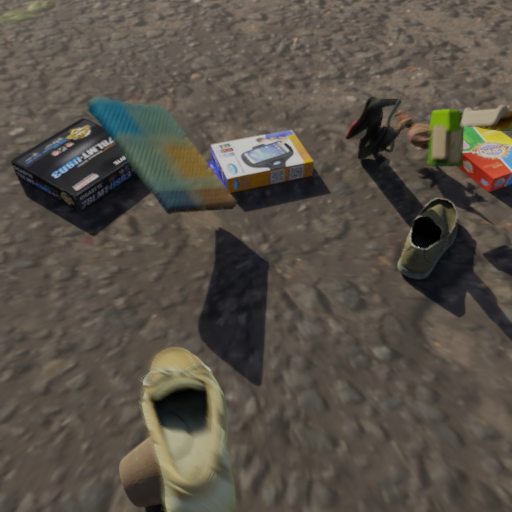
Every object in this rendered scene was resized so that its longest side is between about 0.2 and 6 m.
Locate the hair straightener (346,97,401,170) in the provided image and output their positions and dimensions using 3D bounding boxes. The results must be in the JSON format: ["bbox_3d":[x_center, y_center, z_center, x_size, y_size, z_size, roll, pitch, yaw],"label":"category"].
[{"bbox_3d":[2.190,-2.102,9.832,0.568,2.775,1.068,-30,88,-2],"label":"hair straightener"}]

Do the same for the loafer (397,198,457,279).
[{"bbox_3d":[2.917,-0.404,9.226,0.708,0.656,1.883,20,49,19],"label":"loafer"}]

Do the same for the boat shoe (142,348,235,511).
[{"bbox_3d":[-0.713,1.580,5.578,0.843,0.727,2.311,-10,30,-6],"label":"boat shoe"}]

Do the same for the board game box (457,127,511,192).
[{"bbox_3d":[4.537,-2.000,11.021,1.251,0.330,1.635,-19,49,-18],"label":"board game box"}]

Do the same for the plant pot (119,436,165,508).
[{"bbox_3d":[-1.041,2.404,6.365,0.876,1.004,1.004,-25,49,-1],"label":"plant pot"}]

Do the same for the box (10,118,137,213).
[{"bbox_3d":[-3.347,-1.794,10.751,1.835,0.459,1.849,28,52,26],"label":"box"}]

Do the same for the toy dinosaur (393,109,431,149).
[{"bbox_3d":[3.058,-2.328,10.709,0.841,0.533,1.241,18,25,-11],"label":"toy dinosaur"}]

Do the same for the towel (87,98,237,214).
[{"bbox_3d":[-1.501,-1.618,9.092,2.380,0.258,1.745,53,32,18],"label":"towel"}]

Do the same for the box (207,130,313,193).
[{"bbox_3d":[-0.006,-1.830,10.818,1.951,0.405,1.161,-12,47,-15],"label":"box"}]

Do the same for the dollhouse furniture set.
[{"bbox_3d":[3.421,-1.766,8.492,1.147,0.886,2.295,-4,12,-15],"label":"dollhouse furniture set"}]
